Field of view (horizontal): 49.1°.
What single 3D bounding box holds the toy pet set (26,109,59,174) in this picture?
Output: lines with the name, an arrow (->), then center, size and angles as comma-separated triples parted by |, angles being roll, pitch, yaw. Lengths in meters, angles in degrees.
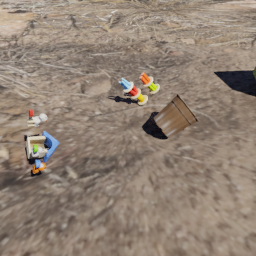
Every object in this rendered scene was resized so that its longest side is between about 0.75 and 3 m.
toy pet set -> -1.872, 0.390, 6.374 | 0.701, 1.232, 1.320 | -3, 67, -26

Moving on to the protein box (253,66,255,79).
protein box -> 5.519, -2.096, 9.009 | 1.989, 1.974, 1.342 | -3, 53, -4

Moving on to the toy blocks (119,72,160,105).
toy blocks -> 0.331, -1.325, 8.636 | 0.916, 1.099, 0.399 | -44, 38, 12

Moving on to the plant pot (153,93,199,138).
plant pot -> 1.237, -0.273, 7.461 | 0.924, 0.933, 0.933 | -38, 37, 10
